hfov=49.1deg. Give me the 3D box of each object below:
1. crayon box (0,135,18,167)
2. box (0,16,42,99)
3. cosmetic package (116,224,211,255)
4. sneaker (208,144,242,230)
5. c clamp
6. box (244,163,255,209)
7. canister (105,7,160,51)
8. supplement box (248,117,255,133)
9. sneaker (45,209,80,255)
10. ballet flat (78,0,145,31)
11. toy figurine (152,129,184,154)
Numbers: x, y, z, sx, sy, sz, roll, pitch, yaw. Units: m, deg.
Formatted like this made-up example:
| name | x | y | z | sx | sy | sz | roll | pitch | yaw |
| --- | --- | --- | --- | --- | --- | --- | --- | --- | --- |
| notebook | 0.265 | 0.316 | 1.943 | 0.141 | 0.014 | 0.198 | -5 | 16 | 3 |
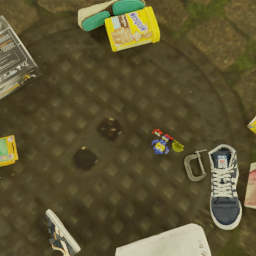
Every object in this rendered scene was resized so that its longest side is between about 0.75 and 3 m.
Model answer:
| name | x | y | z | sx | sy | sz | roll | pitch | yaw |
| --- | --- | --- | --- | --- | --- | --- | --- | --- | --- |
| crayon box | -4.075 | 0.791 | 8.722 | 1.300 | 0.335 | 0.817 | -15 | 76 | -3 |
| box | -4.759 | -2.026 | 9.282 | 2.915 | 0.705 | 2.309 | -34 | 78 | -9 |
| cosmetic package | 0.884 | 3.382 | 7.589 | 2.367 | 1.203 | 0.876 | -15 | 75 | -5 |
| sneaker | 2.271 | 1.276 | 6.652 | 0.704 | 1.090 | 2.009 | -5 | 39 | 24 |
| c clamp | 2.176 | 1.162 | 8.732 | 0.801 | 0.127 | 0.938 | -8 | 75 | -2 |
| box | 4.012 | 1.719 | 8.199 | 0.730 | 0.857 | 1.340 | 15 | 75 | 4 |
| canister | 0.135 | -3.388 | 9.666 | 1.644 | 0.712 | 1.221 | -15 | 76 | -3 |
| supplement box | 4.307 | -0.240 | 8.946 | 0.439 | 0.436 | 0.802 | 42 | 79 | 10 |
| sneaker | -2.019 | 3.052 | 7.987 | 0.582 | 0.575 | 1.467 | -37 | 80 | -15 |
| ballet flat | -0.627 | -4.180 | 9.881 | 2.434 | 0.845 | 0.845 | -18 | 76 | -4 |
| toy figurine | 1.137 | 0.587 | 8.819 | 1.091 | 0.575 | 0.653 | 35 | 106 | 11 |
